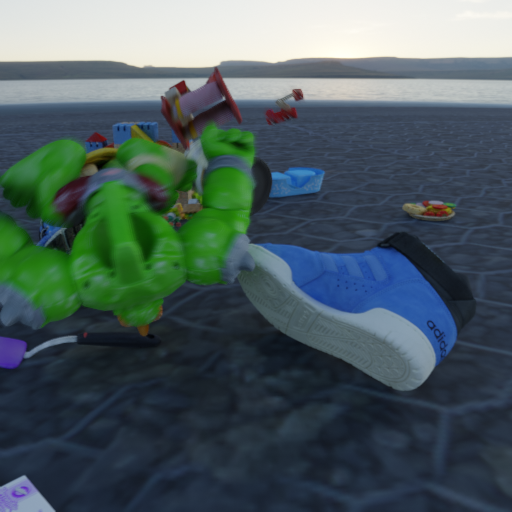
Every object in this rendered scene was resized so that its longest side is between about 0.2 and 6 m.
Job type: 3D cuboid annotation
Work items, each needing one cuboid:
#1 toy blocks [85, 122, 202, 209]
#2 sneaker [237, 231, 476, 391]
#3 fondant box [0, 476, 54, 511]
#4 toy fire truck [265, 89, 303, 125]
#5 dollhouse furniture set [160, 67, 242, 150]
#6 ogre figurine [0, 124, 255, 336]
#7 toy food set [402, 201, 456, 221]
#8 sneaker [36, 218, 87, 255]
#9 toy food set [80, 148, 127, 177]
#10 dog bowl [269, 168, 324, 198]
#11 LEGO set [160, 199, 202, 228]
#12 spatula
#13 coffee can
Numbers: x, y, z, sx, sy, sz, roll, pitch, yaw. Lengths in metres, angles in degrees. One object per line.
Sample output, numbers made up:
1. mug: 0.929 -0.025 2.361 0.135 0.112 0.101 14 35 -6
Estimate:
1. toy blocks: -2.695 -2.087 12.830 3.201 2.188 1.599 1 20 4
2. sneaker: 1.208 0.328 7.071 1.690 1.166 3.038 -36 40 -29
3. fondant box: -1.969 2.091 3.967 1.024 0.298 0.739 -17 26 -42
4. toy fire truck: 0.550 -2.910 10.974 0.829 0.585 0.202 -13 55 11
5. dollhouse furniture set: -1.178 -3.196 11.089 1.255 0.948 2.332 -26 38 7
6. ogre figurine: -1.720 -0.380 6.788 3.927 1.927 2.354 1 46 -27
7. toy food set: 3.971 -1.051 12.800 1.094 0.266 1.083 14 24 36
8. sneaker: -2.824 -0.087 8.782 1.327 1.169 2.977 -12 12 7
9. toy food set: -2.921 -1.148 9.737 1.493 0.829 2.537 -32 4 12
10. dog bowl: 0.834 -1.968 14.998 2.099 0.520 1.170 -10 22 -26
11. LEGO set: -2.327 -0.937 11.673 2.383 1.096 0.887 24 39 0
12. spatula: -2.371 1.090 6.853 2.389 0.245 0.675 -3 21 -10
13. coffee can: -0.634 -1.625 11.406 1.227 1.227 1.677 -12 29 -31
